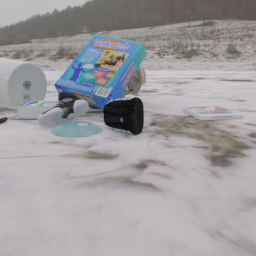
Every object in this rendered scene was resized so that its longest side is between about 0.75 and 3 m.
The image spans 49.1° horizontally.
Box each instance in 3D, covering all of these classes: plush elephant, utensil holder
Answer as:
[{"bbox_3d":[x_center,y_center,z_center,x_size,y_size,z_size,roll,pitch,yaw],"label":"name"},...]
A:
[{"bbox_3d":[-0.391,-1.841,11.207,2.031,2.623,2.160,36,-17,9],"label":"plush elephant"},{"bbox_3d":[-4.324,-1.638,10.242,2.154,1.830,1.830,13,18,31],"label":"utensil holder"}]

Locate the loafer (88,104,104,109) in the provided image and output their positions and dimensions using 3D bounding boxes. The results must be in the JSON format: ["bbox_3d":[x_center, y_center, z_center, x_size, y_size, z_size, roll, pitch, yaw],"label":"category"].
[{"bbox_3d":[-1.091,-0.821,10.353,0.776,0.292,0.270,8,3,14],"label":"loafer"}]

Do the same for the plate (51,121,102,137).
[{"bbox_3d":[-1.319,-0.011,7.200,1.302,0.166,1.302,-1,14,0],"label":"plate"}]

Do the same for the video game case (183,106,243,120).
[{"bbox_3d":[2.731,-0.510,9.196,1.395,0.176,1.531,-2,14,-10],"label":"video game case"}]

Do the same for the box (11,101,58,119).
[{"bbox_3d":[-2.570,-0.577,8.908,1.922,0.458,1.172,1,13,1],"label":"box"}]

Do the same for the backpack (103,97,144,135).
[{"bbox_3d":[-0.132,-0.326,7.190,1.145,0.934,0.881,0,4,29],"label":"backpack"}]

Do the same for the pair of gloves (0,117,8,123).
[{"bbox_3d":[-4.265,-0.227,8.084,1.337,0.165,1.191,10,17,34],"label":"pair of gloves"}]

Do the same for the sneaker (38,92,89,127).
[{"bbox_3d":[-1.896,-0.544,7.807,1.453,0.548,0.827,-23,47,-28],"label":"sneaker"}]

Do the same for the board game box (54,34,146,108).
[{"bbox_3d":[-0.879,-2.010,9.575,2.076,0.614,2.729,18,61,22],"label":"board game box"}]
